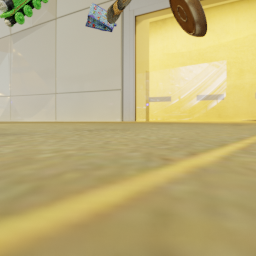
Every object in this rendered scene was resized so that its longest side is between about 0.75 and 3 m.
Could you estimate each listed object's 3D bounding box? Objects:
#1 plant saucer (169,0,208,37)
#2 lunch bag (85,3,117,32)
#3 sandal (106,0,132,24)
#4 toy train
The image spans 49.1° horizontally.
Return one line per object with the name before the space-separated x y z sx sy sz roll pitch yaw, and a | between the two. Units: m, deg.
plant saucer | 1.684 -3.418 8.224 0.290 1.807 1.807 -32 2 0
lunch bag | -0.985 -4.262 10.990 1.170 0.881 0.550 16 -37 -11
sandal | -0.293 -4.227 9.844 0.508 1.243 0.339 43 4 -28
toy train | -2.612 -3.689 7.654 0.563 0.761 2.697 1 46 28
